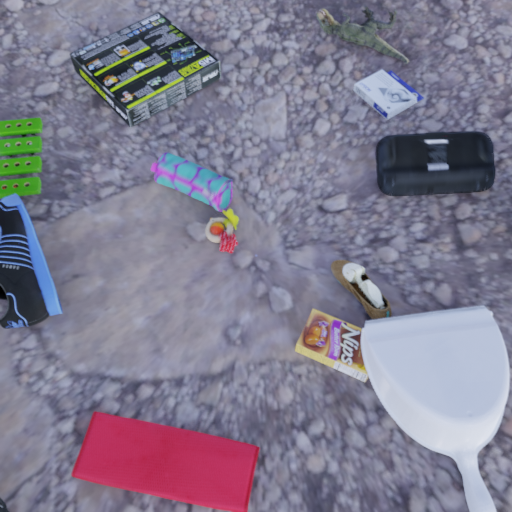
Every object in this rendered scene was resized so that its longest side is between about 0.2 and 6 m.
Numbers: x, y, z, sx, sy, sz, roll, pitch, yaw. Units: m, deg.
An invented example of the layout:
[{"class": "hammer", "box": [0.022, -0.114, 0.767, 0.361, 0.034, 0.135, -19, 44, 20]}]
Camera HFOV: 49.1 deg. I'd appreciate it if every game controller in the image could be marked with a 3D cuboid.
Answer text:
[{"class": "game controller", "box": [3.545, -1.834, 11.054, 2.341, 0.493, 1.221, -3, 80, -2]}]

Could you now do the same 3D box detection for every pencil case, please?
[{"class": "pencil case", "box": [-1.214, -1.450, 10.881, 1.562, 0.665, 0.722, 25, 22, 16]}]

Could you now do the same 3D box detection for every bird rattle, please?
[{"class": "bird rattle", "box": [-0.630, -0.448, 10.533, 0.665, 0.459, 0.816, 5, 70, 17]}]

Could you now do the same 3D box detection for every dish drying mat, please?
[{"class": "dish drying mat", "box": [-1.329, 3.072, 8.367, 2.640, 0.240, 1.014, 9, 58, 7]}]

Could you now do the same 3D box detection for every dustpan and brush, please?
[{"class": "dustpan and brush", "box": [3.029, 2.490, 8.457, 2.317, 0.950, 3.319, -6, 52, -8]}]

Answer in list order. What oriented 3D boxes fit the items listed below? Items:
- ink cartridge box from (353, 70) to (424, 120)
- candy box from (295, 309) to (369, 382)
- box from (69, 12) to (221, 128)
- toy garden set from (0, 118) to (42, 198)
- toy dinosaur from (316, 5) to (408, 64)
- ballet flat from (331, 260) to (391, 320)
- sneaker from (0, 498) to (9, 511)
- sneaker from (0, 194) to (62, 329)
[{"class": "ink cartridge box", "box": [2.993, -3.690, 12.541, 1.165, 0.237, 1.163, -32, 63, -18]}, {"class": "candy box", "box": [1.367, 1.468, 9.281, 1.268, 0.358, 0.740, 22, 60, 11]}, {"class": "box", "box": [-2.505, -4.311, 12.732, 2.523, 0.599, 2.436, -36, 67, -21]}, {"class": "toy garden set", "box": [-5.177, -1.889, 11.364, 1.640, 0.393, 1.967, -7, 59, -7]}, {"class": "toy dinosaur", "box": [2.722, -5.433, 13.434, 2.546, 0.604, 1.122, 30, 77, 17]}, {"class": "ballet flat", "box": [1.851, 0.513, 9.763, 0.501, 0.534, 1.477, -26, 62, -15]}, {"class": "sneaker", "box": [-3.755, 4.231, 7.204, 1.160, 1.004, 2.568, -17, 60, -7]}, {"class": "sneaker", "box": [-4.278, 0.049, 9.817, 1.032, 0.929, 2.649, -19, 61, -20]}]
